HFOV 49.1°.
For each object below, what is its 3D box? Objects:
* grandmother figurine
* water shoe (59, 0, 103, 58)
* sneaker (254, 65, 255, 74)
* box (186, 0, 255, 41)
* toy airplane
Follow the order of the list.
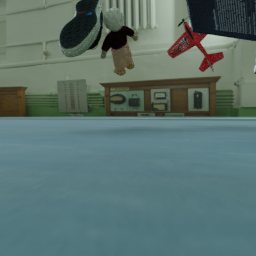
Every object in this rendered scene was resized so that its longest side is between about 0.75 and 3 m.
[{"bbox_3d":[-0.338,-2.770,9.144,0.733,1.467,2.420,36,-21,24],"label":"grandmother figurine"},{"bbox_3d":[-1.154,-2.757,8.267,1.054,1.163,2.947,-2,47,12],"label":"water shoe"},{"bbox_3d":[4.107,-1.963,7.530,1.859,0.855,0.704,-13,12,-34],"label":"sneaker"},{"bbox_3d":[2.462,-2.501,4.840,1.884,1.328,2.546,-28,32,-15],"label":"box"},{"bbox_3d":[2.627,-3.067,10.267,2.313,2.313,0.425,2,16,36],"label":"toy airplane"}]
